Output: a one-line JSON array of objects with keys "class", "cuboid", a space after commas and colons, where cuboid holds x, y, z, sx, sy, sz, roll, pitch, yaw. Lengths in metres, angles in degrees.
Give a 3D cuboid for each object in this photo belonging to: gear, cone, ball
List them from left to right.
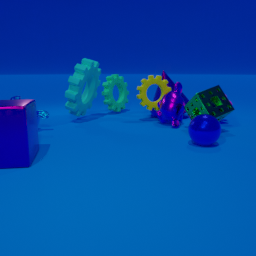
[{"class": "gear", "cuboid": [-1.576, -1.432, 10.050, 0.378, 2.042, 2.042, 19, 16, 11]}, {"class": "gear", "cuboid": [-0.501, -1.454, 11.697, 0.282, 1.525, 1.525, 1, 11, 35]}, {"class": "gear", "cuboid": [0.914, -1.231, 9.852, 1.225, 1.225, 0.227, -3, 10, -15]}, {"class": "cone", "cuboid": [1.457, -1.436, 10.491, 1.594, 1.600, 1.594, -11, 36, 8]}, {"class": "ball", "cuboid": [1.877, 0.048, 6.866, 0.784, 0.784, 0.784, 0, 12, 0]}]

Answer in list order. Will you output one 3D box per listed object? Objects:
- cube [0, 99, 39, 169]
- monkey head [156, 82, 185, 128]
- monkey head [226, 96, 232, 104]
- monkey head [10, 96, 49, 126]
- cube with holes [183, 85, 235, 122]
[{"class": "cube", "cuboid": [-2.553, 0.078, 5.718, 1.192, 1.192, 1.192, -2, 12, -8]}, {"class": "monkey head", "cuboid": [1.597, -0.651, 9.460, 1.190, 1.654, 0.997, 19, -23, -27]}, {"class": "monkey head", "cuboid": [3.055, -0.765, 9.717, 1.527, 0.920, 1.098, 3, 28, -22]}, {"class": "monkey head", "cuboid": [-3.118, -0.411, 8.338, 1.388, 0.998, 0.836, -13, -8, 15]}, {"class": "cube with holes", "cuboid": [2.384, -0.583, 8.328, 0.874, 0.874, 0.874, -21, -16, -22]}]
